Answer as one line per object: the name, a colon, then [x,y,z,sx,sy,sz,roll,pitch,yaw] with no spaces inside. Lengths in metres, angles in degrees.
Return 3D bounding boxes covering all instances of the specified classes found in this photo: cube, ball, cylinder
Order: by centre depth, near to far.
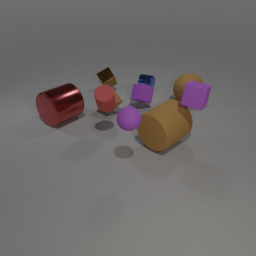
ball: [0.023,-0.266,7.994,0.700,0.700,0.700,0,30,0]
cube: [2.166,-1.044,8.899,0.700,0.700,0.700,19,25,22]
cylinder: [1.257,-0.102,9.634,1.400,1.400,1.400,-29,41,-35]
cylinder: [-0.797,-1.035,9.830,0.700,0.700,0.700,-2,62,3]
cylinder: [-2.728,-0.952,11.281,1.400,1.400,1.400,23,38,34]
cube: [-0.772,-1.156,11.887,0.700,0.700,0.700,52,21,5]
cube: [0.629,-1.535,12.418,0.700,0.700,0.700,11,1,-37]
ball: [2.750,-1.776,12.689,1.400,1.400,1.400,0,30,0]
cube: [-1.042,-2.442,13.942,0.700,0.700,0.700,-31,67,-4]
cylinder: [0.964,-2.394,14.472,0.700,0.700,0.700,13,33,22]
